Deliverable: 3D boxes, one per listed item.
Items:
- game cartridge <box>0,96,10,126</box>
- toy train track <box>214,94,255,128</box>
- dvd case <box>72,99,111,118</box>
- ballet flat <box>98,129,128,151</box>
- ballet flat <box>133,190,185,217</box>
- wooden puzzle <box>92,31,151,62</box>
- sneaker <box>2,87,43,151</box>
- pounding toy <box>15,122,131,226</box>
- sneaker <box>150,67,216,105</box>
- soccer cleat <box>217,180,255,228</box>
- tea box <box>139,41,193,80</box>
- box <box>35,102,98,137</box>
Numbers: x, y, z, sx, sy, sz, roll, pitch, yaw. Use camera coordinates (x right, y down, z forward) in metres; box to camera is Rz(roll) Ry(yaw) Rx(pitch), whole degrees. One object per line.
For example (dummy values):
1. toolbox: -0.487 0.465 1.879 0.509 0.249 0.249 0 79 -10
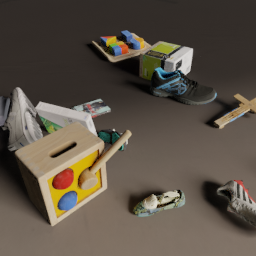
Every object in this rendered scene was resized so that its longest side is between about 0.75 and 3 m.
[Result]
1. game cartridge: -6.009 -0.502 10.765 2.629 0.532 1.753 -7 36 -9
2. toy train track: 4.347 -0.555 10.940 2.523 0.410 1.447 -26 52 -21
3. dvd case: -1.471 -0.743 11.322 1.293 0.142 0.944 -21 43 -23
4. ballet flat: -0.376 0.340 9.331 0.619 0.619 1.694 -24 22 -27
5. ballet flat: 0.849 1.978 7.601 1.479 0.549 0.549 -12 40 -15
6. wooden puzzle: -0.269 -4.837 16.040 2.982 0.690 2.762 -17 41 -20
7. sneaker: -4.015 -0.414 10.054 1.222 1.113 2.979 -27 44 -5
8. pounding toy: -1.330 1.048 7.393 2.390 2.200 1.699 -30 47 -32
9. sneaker: 2.299 -1.769 11.794 2.839 1.163 1.039 12 40 13
10. soccer cleat: 3.090 2.149 7.329 0.828 0.667 1.943 -18 38 -7
11. tea box: 1.795 -3.122 13.401 1.864 1.266 1.895 24 45 28
12. box: -2.044 -0.131 9.521 1.943 1.402 0.353 15 57 18
